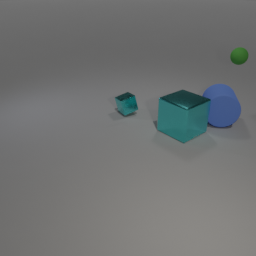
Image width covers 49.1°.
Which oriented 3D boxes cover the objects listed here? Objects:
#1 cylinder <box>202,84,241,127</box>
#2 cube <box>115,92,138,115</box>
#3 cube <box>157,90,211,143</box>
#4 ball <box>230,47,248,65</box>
[{"bbox_3d":[3.779,-0.943,11.485,1.400,1.400,1.400,5,27,9],"label":"cylinder"},{"bbox_3d":[-0.065,-1.073,12.275,0.700,0.700,0.700,-25,29,-17],"label":"cube"},{"bbox_3d":[2.114,-0.496,10.728,1.400,1.400,1.400,-22,35,-35],"label":"cube"},{"bbox_3d":[4.585,-2.961,11.539,0.700,0.700,0.700,0,28,0],"label":"ball"}]
